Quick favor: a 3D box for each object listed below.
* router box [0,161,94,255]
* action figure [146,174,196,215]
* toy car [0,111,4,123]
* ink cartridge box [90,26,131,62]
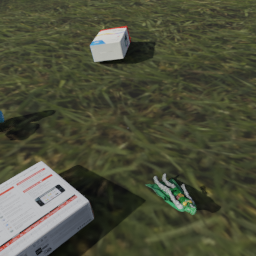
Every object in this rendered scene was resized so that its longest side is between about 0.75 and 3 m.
[{"bbox_3d":[-1.872,1.565,4.924,1.916,0.468,1.719,-32,39,-31],"label":"router box"},{"bbox_3d":[0.931,1.289,5.431,0.677,0.314,1.147,-11,28,-27],"label":"action figure"},{"bbox_3d":[-3.603,-0.124,6.798,0.956,0.918,1.038,-15,46,-14],"label":"toy car"},{"bbox_3d":[-0.585,-3.240,10.507,1.137,0.658,1.957,-4,37,14],"label":"ink cartridge box"}]
